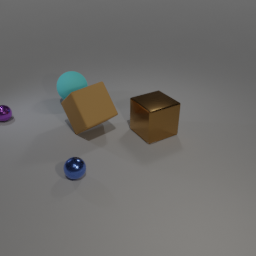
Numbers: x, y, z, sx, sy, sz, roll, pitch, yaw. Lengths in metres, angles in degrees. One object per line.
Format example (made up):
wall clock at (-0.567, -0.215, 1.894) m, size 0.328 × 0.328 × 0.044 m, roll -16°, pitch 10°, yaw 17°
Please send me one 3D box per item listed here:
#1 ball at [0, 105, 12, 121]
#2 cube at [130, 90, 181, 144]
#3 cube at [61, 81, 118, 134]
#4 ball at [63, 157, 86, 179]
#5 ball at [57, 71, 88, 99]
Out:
ball at (-5.285, -0.629, 11.862) m, size 0.700 × 0.700 × 0.700 m, roll 0°, pitch 31°, yaw 0°
cube at (1.015, -0.454, 10.872) m, size 1.400 × 1.400 × 1.400 m, roll -18°, pitch 36°, yaw -26°
cube at (-1.499, -0.748, 10.767) m, size 1.400 × 1.400 × 1.400 m, roll -26°, pitch 2°, yaw -30°
ball at (-1.659, 1.250, 8.751) m, size 0.700 × 0.700 × 0.700 m, roll 0°, pitch 31°, yaw 0°
ball at (-2.555, -1.891, 12.852) m, size 1.400 × 1.400 × 1.400 m, roll 0°, pitch 31°, yaw 0°
